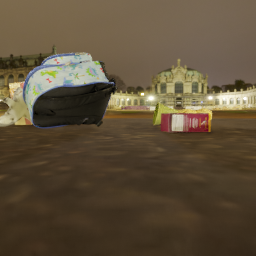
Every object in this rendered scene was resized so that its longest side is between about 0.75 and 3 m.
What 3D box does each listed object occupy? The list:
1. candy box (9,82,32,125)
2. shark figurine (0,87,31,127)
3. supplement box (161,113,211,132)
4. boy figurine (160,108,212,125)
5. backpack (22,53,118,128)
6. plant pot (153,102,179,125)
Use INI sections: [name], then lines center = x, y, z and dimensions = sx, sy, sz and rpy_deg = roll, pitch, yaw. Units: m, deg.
[candy box]
center = -4.061, -1.272, 12.717
dimensions = 0.830, 1.732, 3.000
rpy_deg = -2, 12, 13
[shark figurine]
center = -4.431, -0.361, 9.823
dimensions = 1.133, 1.622, 2.715
rpy_deg = -27, 8, 27
[supplement box]
center = 1.323, -0.130, 6.483
dimensions = 1.017, 0.436, 0.561
rpy_deg = -1, 2, -12
[boy figurine]
center = 2.410, -0.479, 11.846
dimensions = 2.180, 0.702, 1.355
rpy_deg = 1, 2, 0
[backpack]
center = -1.747, -0.998, 7.826
dimensions = 2.213, 1.627, 2.025
rpy_deg = -12, -30, -31
[plant pot]
center = 1.508, -0.486, 11.049
dimensions = 0.860, 0.936, 0.936
rpy_deg = 11, 2, -4
